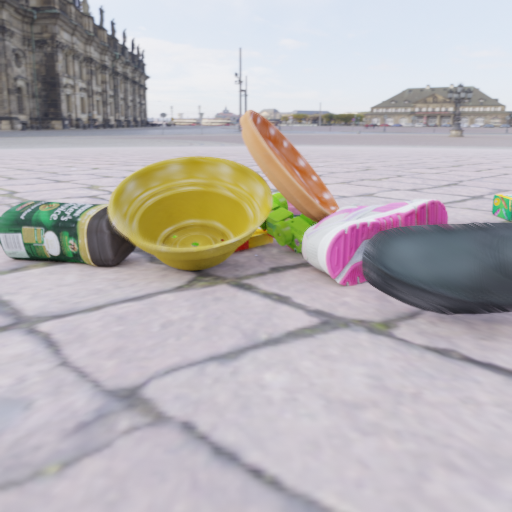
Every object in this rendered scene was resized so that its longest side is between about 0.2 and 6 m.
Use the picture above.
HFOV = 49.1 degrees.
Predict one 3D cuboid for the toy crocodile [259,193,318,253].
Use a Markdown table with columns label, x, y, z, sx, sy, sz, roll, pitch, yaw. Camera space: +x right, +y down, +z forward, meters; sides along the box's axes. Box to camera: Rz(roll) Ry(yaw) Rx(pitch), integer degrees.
| label | x | y | z | sx | sy | sz | roll | pitch | yaw |
| --- | --- | --- | --- | --- | --- | --- | --- | --- | --- |
| toy crocodile | 0.451 | -0.530 | 9.668 | 0.727 | 0.665 | 2.152 | -26 | 40 | -26 |

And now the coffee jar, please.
| label | x | y | z | sx | sy | sz | roll | pitch | yaw |
| --- | --- | --- | --- | --- | --- | --- | --- | --- | --- |
| coffee jar | -2.867 | -0.368 | 8.712 | 2.017 | 0.860 | 1.052 | 4 | 24 | 17 |

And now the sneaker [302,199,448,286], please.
| label | x | y | z | sx | sy | sz | roll | pitch | yaw |
| --- | --- | --- | --- | --- | --- | --- | --- | --- | --- |
| sneaker | 1.757 | -0.342 | 8.253 | 2.639 | 1.074 | 1.164 | -8 | 18 | -32 |

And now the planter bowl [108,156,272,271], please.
| label | x | y | z | sx | sy | sz | roll | pitch | yaw |
| --- | --- | --- | --- | --- | --- | --- | --- | --- | --- |
| planter bowl | -0.934 | -0.476 | 8.303 | 2.333 | 0.972 | 2.333 | 1 | 41 | -1 |

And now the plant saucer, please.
| label | x | y | z | sx | sy | sz | roll | pitch | yaw |
| --- | --- | --- | --- | --- | --- | --- | --- | --- | --- |
| plant saucer | 0.519 | -1.351 | 8.886 | 0.363 | 2.246 | 2.246 | -40 | 2 | 18 |

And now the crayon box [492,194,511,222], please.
| label | x | y | z | sx | sy | sz | roll | pitch | yaw |
| --- | --- | --- | --- | --- | --- | --- | --- | --- | --- |
| crayon box | 6.319 | -1.078 | 12.510 | 1.692 | 0.493 | 1.005 | 0 | 14 | 0 |

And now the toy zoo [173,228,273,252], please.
| label | x | y | z | sx | sy | sz | roll | pitch | yaw |
| --- | --- | --- | --- | --- | --- | --- | --- | --- | --- |
| toy zoo | -0.693 | -0.312 | 9.923 | 1.404 | 0.219 | 2.140 | 13 | 19 | 41 |

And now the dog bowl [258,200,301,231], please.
| label | x | y | z | sx | sy | sz | roll | pitch | yaw |
| --- | --- | --- | --- | --- | --- | --- | --- | --- | --- |
| dog bowl | 0.725 | -0.801 | 11.194 | 1.586 | 0.585 | 1.586 | 0 | 14 | 0 |

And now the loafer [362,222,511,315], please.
| label | x | y | z | sx | sy | sz | roll | pitch | yaw |
| --- | --- | --- | --- | --- | --- | --- | --- | --- | --- |
| loafer | 2.635 | 0.066 | 5.675 | 3.041 | 1.033 | 1.067 | 6 | -25 | 7 |
